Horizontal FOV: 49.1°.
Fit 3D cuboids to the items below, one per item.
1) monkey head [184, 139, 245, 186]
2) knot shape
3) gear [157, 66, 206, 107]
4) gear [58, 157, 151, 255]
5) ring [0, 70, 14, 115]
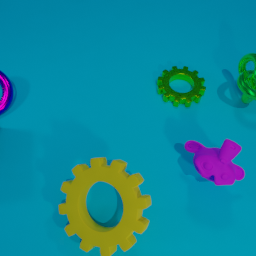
[{"bbox_3d":[2.101,0.716,6.475,1.607,1.156,0.968,31,18,5],"label":"monkey head"},{"bbox_3d":[3.512,-1.418,7.969,0.697,1.509,1.412,-6,93,27],"label":"knot shape"},{"bbox_3d":[1.653,-1.313,8.744,1.480,0.274,1.480,0,57,0],"label":"gear"},{"bbox_3d":[-0.530,1.670,6.085,2.024,0.374,2.024,-1,86,20],"label":"gear"},{"bbox_3d":[-4.160,-1.047,8.127,1.562,0.312,1.562,1,87,-18],"label":"ring"}]
